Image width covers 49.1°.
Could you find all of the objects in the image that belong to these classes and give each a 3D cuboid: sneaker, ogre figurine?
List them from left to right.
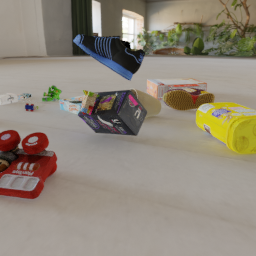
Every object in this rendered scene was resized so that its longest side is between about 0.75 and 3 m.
[{"bbox_3d":[-3.814,-1.726,14.237,0.691,0.566,1.153,13,28,8],"label":"ogre figurine"},{"bbox_3d":[-0.612,-2.574,9.139,2.654,1.034,0.931,36,6,23],"label":"sneaker"},{"bbox_3d":[2.569,-1.343,12.619,2.547,0.955,1.148,2,18,-22],"label":"sneaker"}]

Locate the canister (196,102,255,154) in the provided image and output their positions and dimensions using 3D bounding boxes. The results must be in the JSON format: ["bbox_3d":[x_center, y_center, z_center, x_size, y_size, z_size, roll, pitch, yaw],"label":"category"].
[{"bbox_3d":[3.377,-0.118,8.733,1.757,1.024,2.366,-4,17,-12],"label":"canister"}]

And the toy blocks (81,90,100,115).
[{"bbox_3d":[-1.166,-0.708,8.114,0.485,0.663,0.970,18,2,-17],"label":"toy blocks"}]

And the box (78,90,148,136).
[{"bbox_3d":[-0.478,-0.456,8.579,1.768,1.081,0.938,3,58,40],"label":"box"}]

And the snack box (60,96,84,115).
[{"bbox_3d":[-1.558,-1.145,12.637,1.514,0.484,2.607,17,25,41],"label":"snack box"}]

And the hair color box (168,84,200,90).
[{"bbox_3d":[2.803,-1.775,14.099,1.500,0.762,0.459,-3,19,-11],"label":"hair color box"}]

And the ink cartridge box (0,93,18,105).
[{"bbox_3d":[-5.945,-1.419,13.610,0.680,0.396,0.934,12,20,31],"label":"ink cartridge box"}]

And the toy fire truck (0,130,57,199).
[{"bbox_3d":[-2.464,0.858,6.126,1.721,0.965,1.445,3,37,13],"label":"toy fire truck"}]

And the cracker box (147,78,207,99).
[{"bbox_3d":[2.588,-2.172,15.222,2.764,0.797,1.851,-3,19,-12],"label":"cracker box"}]

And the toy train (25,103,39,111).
[{"bbox_3d":[-4.063,-0.885,12.211,0.765,0.324,0.443,8,6,22],"label":"toy train"}]

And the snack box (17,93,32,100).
[{"bbox_3d":[-5.603,-1.657,14.675,0.537,0.171,0.924,11,21,31],"label":"snack box"}]

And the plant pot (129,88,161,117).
[{"bbox_3d":[0.637,-0.882,11.102,1.275,1.194,1.194,7,14,-27],"label":"plant pot"}]
